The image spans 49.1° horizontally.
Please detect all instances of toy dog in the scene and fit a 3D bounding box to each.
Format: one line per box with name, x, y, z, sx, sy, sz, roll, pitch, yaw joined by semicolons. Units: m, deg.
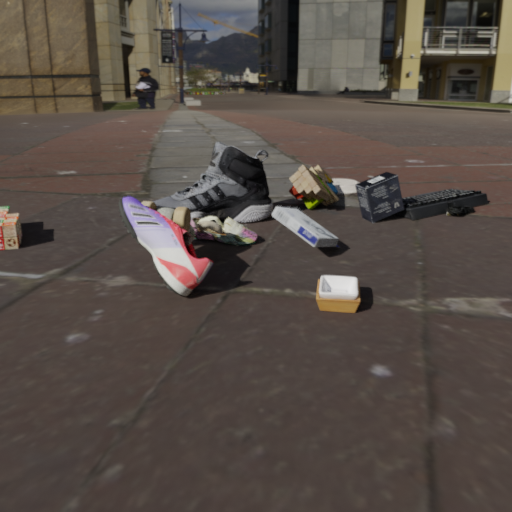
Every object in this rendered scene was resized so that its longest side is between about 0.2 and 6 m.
toy dog;-1.643;-0.395;11.175;1.300;0.950;1.972;6;-11;30

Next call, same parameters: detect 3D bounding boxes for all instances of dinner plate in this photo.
dinner plate;2.649;-2.269;17.922;1.782;0.216;1.782;-1;18;0

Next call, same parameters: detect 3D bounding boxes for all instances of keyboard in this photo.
keyboard;4.985;-1.447;15.209;3.185;0.409;1.913;-13;23;-32

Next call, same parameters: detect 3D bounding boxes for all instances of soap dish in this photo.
soap dish;1.340;0.626;9.163;0.688;0.355;0.875;3;19;8

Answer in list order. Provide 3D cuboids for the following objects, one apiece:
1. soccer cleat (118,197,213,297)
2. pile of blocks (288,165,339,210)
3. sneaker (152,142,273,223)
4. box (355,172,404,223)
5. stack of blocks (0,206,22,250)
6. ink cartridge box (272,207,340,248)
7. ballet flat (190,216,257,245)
soccer cleat;-1.600;-0.335;9.758;2.272;0.832;0.775;51;7;27
pile of blocks;1.598;-1.778;15.747;0.956;1.262;3.076;-39;-3;19
sneaker;-1.234;-1.756;13.628;3.458;1.968;1.305;-8;20;-21
box;3.089;-1.467;14.022;0.947;0.963;0.565;-23;23;-12
stack of blocks;-5.843;-0.626;12.524;1.068;0.543;1.854;-6;19;-17
ink cartridge box;1.102;-0.595;11.674;1.227;0.250;1.230;39;20;26
ballet flat;-0.767;-0.593;12.356;1.598;0.569;0.552;8;40;22
